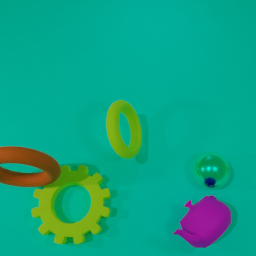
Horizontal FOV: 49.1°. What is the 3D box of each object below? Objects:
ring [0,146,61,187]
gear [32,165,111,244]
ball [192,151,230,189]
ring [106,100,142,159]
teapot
[{"bbox_3d":[-2.519,0.956,6.598,1.841,1.841,0.368,0,58,0],"label":"ring"},{"bbox_3d":[-1.474,1.996,7.422,2.009,0.372,2.009,0,68,0],"label":"gear"},{"bbox_3d":[2.201,1.114,7.451,0.978,0.978,0.978,0,68,0],"label":"ball"},{"bbox_3d":[-0.072,0.034,7.441,0.315,1.576,1.576,-11,65,27],"label":"ring"},{"bbox_3d":[1.744,2.193,6.696,1.005,1.277,2.053,45,37,16],"label":"teapot"}]
